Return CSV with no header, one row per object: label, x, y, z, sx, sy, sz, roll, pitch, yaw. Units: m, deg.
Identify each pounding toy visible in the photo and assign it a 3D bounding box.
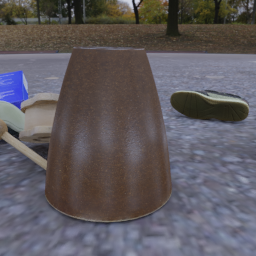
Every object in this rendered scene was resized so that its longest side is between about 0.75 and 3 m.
pounding toy,-1.364,0.194,5.487,2.531,1.452,1.447,3,-11,-21

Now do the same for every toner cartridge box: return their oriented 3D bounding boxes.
toner cartridge box,-3.791,-0.725,7.157,2.341,0.505,1.112,-12,54,-7

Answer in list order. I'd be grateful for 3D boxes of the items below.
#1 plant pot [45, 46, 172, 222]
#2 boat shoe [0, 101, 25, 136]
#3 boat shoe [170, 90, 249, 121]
plant pot,-0.279,-0.099,4.030,1.919,2.053,1.919,0,17,0
boat shoe,-2.875,-0.090,5.989,0.712,0.803,2.148,-32,-3,6
boat shoe,2.290,-0.685,7.899,2.142,0.766,0.704,12,30,24
